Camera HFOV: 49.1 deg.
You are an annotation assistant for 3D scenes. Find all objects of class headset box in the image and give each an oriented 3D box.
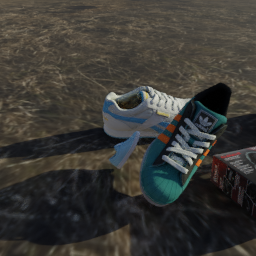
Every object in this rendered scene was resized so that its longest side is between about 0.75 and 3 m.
[{"bbox_3d":[2.372,0.907,5.028,1.194,0.620,1.605,-8,24,-18],"label":"headset box"}]

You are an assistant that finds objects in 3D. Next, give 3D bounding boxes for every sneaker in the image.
[{"bbox_3d":[0.710,-0.424,6.910,2.664,1.076,1.019,-7,42,-8],"label":"sneaker"},{"bbox_3d":[-0.083,0.400,5.743,0.361,0.881,0.326,32,2,-8],"label":"sneaker"},{"bbox_3d":[1.078,0.134,4.995,0.944,1.057,2.644,34,58,2],"label":"sneaker"}]
